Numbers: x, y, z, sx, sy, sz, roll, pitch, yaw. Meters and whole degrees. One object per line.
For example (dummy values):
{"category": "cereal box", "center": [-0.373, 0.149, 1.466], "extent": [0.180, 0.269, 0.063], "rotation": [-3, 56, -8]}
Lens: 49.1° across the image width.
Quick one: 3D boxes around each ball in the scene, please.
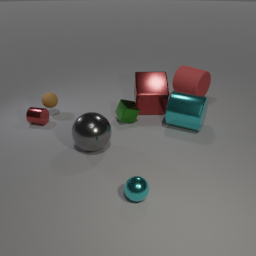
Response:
{"category": "ball", "center": [-3.449, -1.224, 12.367], "extent": [0.700, 0.700, 0.700], "rotation": [0, 28, 0]}
{"category": "ball", "center": [-1.281, 0.133, 9.930], "extent": [1.400, 1.400, 1.400], "rotation": [0, 28, 0]}
{"category": "ball", "center": [0.244, 1.687, 7.796], "extent": [0.700, 0.700, 0.700], "rotation": [0, 28, 0]}

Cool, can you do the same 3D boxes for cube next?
{"category": "cube", "center": [-0.026, -0.716, 11.956], "extent": [0.700, 0.700, 0.700], "rotation": [6, 36, -29]}
{"category": "cube", "center": [1.020, -1.559, 12.632], "extent": [1.400, 1.400, 1.400], "rotation": [-1, 55, -1]}

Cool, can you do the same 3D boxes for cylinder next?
{"category": "cylinder", "center": [3.197, -2.310, 14.064], "extent": [1.400, 1.400, 1.400], "rotation": [25, 37, 36]}
{"category": "cylinder", "center": [2.409, -0.696, 11.454], "extent": [1.400, 1.400, 1.400], "rotation": [14, 31, 22]}
{"category": "cylinder", "center": [-3.826, -0.520, 11.902], "extent": [0.700, 0.700, 0.700], "rotation": [7, 29, 14]}
